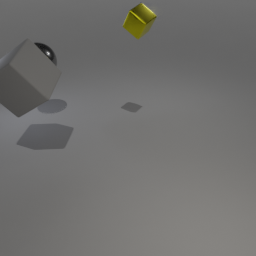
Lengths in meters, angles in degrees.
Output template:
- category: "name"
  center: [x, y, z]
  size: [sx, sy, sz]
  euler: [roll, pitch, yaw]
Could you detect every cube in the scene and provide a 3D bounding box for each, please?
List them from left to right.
- category: "cube"
  center: [-3.067, -1.441, 8.206]
  size: [1.400, 1.400, 1.400]
  euler: [-24, 37, 28]
- category: "cube"
  center: [0.377, -3.488, 9.167]
  size: [0.700, 0.700, 0.700]
  euler: [41, 56, 2]

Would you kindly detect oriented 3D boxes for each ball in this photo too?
- category: "ball"
  center: [-3.465, -2.581, 10.840]
  size: [1.400, 1.400, 1.400]
  euler: [0, 30, 0]
